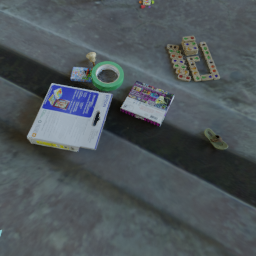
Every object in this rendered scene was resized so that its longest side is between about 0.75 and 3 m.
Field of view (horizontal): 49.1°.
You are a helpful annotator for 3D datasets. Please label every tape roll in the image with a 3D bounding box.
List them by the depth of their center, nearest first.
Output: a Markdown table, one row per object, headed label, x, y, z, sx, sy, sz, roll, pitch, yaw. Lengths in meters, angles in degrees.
| label | x | y | z | sx | sy | sz | roll | pitch | yaw |
| --- | --- | --- | --- | --- | --- | --- | --- | --- | --- |
| tape roll | -0.835 | -2.125 | 11.444 | 1.309 | 0.315 | 1.309 | 2 | 64 | -4 |

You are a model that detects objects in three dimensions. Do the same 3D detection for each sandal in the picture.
| label | x | y | z | sx | sy | sz | roll | pitch | yaw |
| --- | --- | --- | --- | --- | --- | --- | --- | --- | --- |
| sandal | 3.154 | 0.398 | 10.082 | 0.407 | 0.293 | 1.025 | -35 | 66 | -18 |

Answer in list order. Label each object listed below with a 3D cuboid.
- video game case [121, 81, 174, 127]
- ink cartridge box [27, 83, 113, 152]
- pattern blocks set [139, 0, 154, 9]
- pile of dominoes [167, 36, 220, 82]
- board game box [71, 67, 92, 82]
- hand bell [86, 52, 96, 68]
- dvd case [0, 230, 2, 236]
| label | x | y | z | sx | sy | sz | roll | pitch | yaw |
| --- | --- | --- | --- | --- | --- | --- | --- | --- | --- |
| video game case | 0.765 | -0.975 | 10.856 | 1.652 | 0.296 | 1.498 | 22 | 63 | 12 |
| ink cartridge box | -2.054 | -0.379 | 10.391 | 2.517 | 0.592 | 2.487 | 12 | 60 | 5 |
| pattern blocks set | 0.935 | -6.303 | 14.015 | 0.735 | 0.068 | 0.837 | -8 | 60 | -5 |
| pile of dominoes | 2.759 | -2.974 | 11.956 | 1.791 | 0.366 | 2.297 | -8 | 60 | -5 |
| board game box | -1.912 | -2.227 | 11.652 | 0.830 | 0.152 | 0.628 | 4 | 61 | 3 |
| hand bell | -1.462 | -2.738 | 11.875 | 0.436 | 0.436 | 0.838 | -15 | 73 | -8 |
| dvd case | -4.987 | 2.918 | 7.932 | 2.177 | 1.589 | 0.240 | 7 | 75 | 3 |
